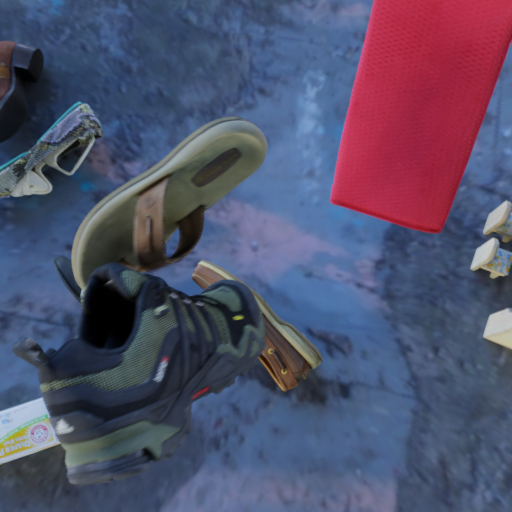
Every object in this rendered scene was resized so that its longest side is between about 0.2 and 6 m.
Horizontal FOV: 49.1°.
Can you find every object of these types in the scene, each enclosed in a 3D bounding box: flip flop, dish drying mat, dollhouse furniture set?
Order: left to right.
[{"bbox_3d":[-0.914,-0.386,6.042,2.671,1.083,0.769,-37,56,10],"label":"flip flop"},{"bbox_3d":[2.106,-2.414,6.746,1.654,0.392,4.306,21,119,19],"label":"dish drying mat"},{"bbox_3d":[4.431,0.324,8.476,1.891,1.433,2.158,22,76,6],"label":"dollhouse furniture set"}]

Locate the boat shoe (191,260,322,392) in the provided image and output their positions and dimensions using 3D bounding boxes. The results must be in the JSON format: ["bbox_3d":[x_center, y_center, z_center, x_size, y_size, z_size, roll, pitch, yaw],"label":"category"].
[{"bbox_3d":[-0.132,1.051,8.576,2.440,0.878,0.824,42,77,7],"label":"boat shoe"}]

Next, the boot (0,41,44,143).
[{"bbox_3d":[-5.092,-3.002,9.720,2.187,0.749,2.059,11,76,4],"label":"boot"}]

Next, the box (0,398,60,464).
[{"bbox_3d":[-3.509,2.605,8.232,1.337,0.752,0.678,-18,76,-6],"label":"box"}]

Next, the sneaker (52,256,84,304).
[{"bbox_3d":[-2.296,0.594,8.808,1.994,0.739,0.883,45,79,1],"label":"sneaker"}]

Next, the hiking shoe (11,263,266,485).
[{"bbox_3d":[-0.956,0.739,6.060,1.307,3.450,1.737,-14,104,25],"label":"hiking shoe"}]

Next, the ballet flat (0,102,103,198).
[{"bbox_3d":[-3.535,-1.533,9.329,2.422,0.871,0.871,-42,79,-9],"label":"ballet flat"}]
